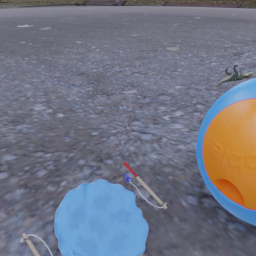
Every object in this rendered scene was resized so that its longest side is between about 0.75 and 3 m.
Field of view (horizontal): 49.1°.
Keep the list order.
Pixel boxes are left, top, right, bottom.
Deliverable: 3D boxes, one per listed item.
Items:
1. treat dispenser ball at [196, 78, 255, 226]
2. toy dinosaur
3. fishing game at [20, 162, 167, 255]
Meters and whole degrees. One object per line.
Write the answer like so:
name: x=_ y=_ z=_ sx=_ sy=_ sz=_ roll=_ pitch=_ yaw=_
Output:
treat dispenser ball: x=2.391 y=0.377 z=4.600 sx=2.467 sy=2.467 sz=2.467 roll=0 pitch=28 yaw=0
toy dinosaur: x=3.525 y=-1.794 z=9.403 sx=1.241 sy=0.547 sz=0.294 roll=-13 pitch=1 yaw=30
fishing game: x=-0.388 y=1.521 z=4.335 sx=1.487 sy=0.323 sz=2.076 roll=44 pitch=57 yaw=15
